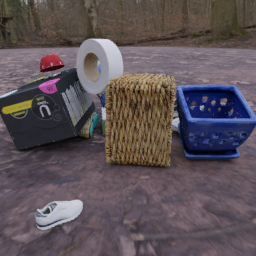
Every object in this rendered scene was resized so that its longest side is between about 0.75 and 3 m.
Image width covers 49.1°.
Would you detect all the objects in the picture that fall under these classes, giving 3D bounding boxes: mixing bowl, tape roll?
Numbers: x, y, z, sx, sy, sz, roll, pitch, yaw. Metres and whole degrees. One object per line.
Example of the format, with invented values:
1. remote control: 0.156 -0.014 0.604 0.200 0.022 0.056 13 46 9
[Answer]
1. mixing bowl: -2.551 -2.175 9.250 0.838 0.454 0.838 -15 6 1
2. tape roll: -0.980 -2.041 9.392 0.633 1.811 1.811 -16 26 -42

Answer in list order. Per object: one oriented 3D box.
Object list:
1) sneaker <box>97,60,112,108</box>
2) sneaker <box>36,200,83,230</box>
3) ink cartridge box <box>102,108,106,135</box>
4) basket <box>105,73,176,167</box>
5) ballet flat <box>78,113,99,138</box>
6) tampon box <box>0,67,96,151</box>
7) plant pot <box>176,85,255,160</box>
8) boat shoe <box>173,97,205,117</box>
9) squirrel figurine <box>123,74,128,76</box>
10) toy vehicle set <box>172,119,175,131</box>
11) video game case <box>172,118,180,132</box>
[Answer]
1. sneaker: -1.099 -1.892 11.966 1.089 2.647 0.979 24 59 17
2. sneaker: -1.415 1.730 5.904 1.072 0.431 0.409 -17 25 -42
3. ink cartridge box: -0.490 -0.412 11.281 1.114 0.636 2.146 -2 21 -5
4. basket: 0.383 -0.326 8.345 1.887 2.534 1.808 3 21 7
5. ballet flat: -1.523 -0.153 10.638 0.635 0.635 1.797 2 24 4
6. tampon box: -2.687 -0.822 9.883 2.197 1.850 2.931 -14 19 11
7. plant pot: 2.472 -0.112 8.520 1.921 1.727 1.921 -1 39 0
8. boat shoe: 2.229 -0.916 11.636 0.794 0.715 2.246 -20 6 -43
9. squirrel figurine: 0.277 -1.852 13.736 2.331 1.767 2.497 -4 23 -30
10. toy vehicle set: 1.711 -0.117 11.131 1.408 0.187 0.875 0 21 0
11. video game case: 2.795 -0.043 10.494 1.902 0.239 2.090 24 28 34
